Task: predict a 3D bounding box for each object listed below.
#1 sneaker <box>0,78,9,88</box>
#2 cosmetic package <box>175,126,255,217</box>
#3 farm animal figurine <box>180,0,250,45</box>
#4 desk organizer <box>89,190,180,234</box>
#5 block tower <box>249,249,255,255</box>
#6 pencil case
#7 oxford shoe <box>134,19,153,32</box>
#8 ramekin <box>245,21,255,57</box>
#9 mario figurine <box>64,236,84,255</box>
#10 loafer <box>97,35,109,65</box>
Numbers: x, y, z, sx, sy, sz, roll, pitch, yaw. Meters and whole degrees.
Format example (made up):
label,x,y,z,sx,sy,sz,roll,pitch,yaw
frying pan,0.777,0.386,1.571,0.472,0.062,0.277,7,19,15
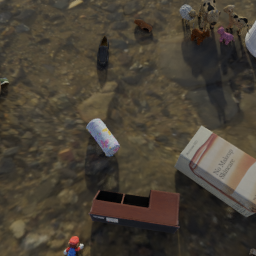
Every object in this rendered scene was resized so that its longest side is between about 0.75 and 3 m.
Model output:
label,x,y,z,sx,sy,sz,roll,pitch,yaw
sneaker,-5.336,-1.837,11.516,0.815,0.273,0.366,-19,60,-14
cosmetic package,3.156,1.401,9.225,2.839,1.239,1.467,33,67,16
farm animal figurine,3.902,-4.984,12.579,2.524,1.316,2.496,-16,63,-9
desk organizer,0.230,2.505,8.814,2.685,0.963,1.034,7,60,4
block tower,3.659,4.190,8.266,0.338,0.315,1.168,24,64,13
pencil case,-0.917,0.338,10.137,1.449,0.602,0.657,50,116,22
oxford shoe,0.667,-4.773,13.036,0.966,0.344,0.344,28,70,13
ramekin,6.530,-4.053,12.166,2.424,1.182,2.424,0,62,0
mario figurine,-1.664,3.732,8.581,0.477,0.409,0.772,21,70,-29
loafer,-1.090,-3.381,12.177,0.527,0.524,1.448,0,63,-1
